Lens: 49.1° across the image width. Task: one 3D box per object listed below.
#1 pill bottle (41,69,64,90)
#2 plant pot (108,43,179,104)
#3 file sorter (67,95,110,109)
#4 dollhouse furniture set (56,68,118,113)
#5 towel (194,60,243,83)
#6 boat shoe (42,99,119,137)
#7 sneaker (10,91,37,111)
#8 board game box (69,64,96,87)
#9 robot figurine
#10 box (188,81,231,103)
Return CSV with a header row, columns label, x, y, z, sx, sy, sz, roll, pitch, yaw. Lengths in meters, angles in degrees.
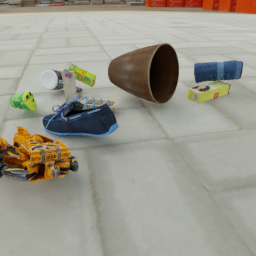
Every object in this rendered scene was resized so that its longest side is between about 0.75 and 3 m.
label,x,y,z,sx,sy,sz,roll,pitch,yaw
pill bottle,-2.828,-1.960,11.556,0.812,0.812,1.528,10,10,18
plant pot,0.407,-2.032,10.278,2.217,2.072,2.072,12,29,36
file sorter,-1.270,-0.552,9.153,1.239,0.760,0.860,11,30,19
dollhouse furniture set,-1.348,-1.480,10.103,2.136,1.516,1.693,6,28,12
towel,3.580,-2.253,11.224,1.860,1.038,0.451,0,67,15
boat shoe,-1.452,-0.393,8.217,2.727,0.936,1.147,0,25,29
sneaker,-3.585,-0.868,9.578,0.785,0.696,1.879,-21,14,-17
board game box,-1.840,-2.107,11.288,1.088,0.553,0.259,26,61,3
robot figurine,-2.322,0.542,6.366,2.556,0.744,1.853,15,13,41
box,3.273,-1.477,11.258,1.792,0.449,0.674,-17,33,-31
